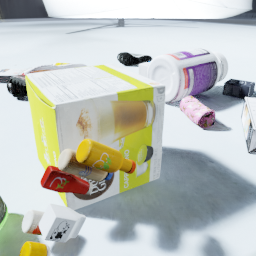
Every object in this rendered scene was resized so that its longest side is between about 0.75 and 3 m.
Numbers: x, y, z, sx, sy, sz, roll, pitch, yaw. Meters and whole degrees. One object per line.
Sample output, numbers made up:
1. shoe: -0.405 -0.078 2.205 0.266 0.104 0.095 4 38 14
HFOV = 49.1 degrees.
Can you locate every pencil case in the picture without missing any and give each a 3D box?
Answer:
1. pencil case: 2.035 -0.499 8.287 0.596 0.570 1.377 4 23 -19

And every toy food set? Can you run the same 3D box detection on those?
1. toy food set: -0.768 1.072 4.056 0.879 1.954 0.933 25 3 -35

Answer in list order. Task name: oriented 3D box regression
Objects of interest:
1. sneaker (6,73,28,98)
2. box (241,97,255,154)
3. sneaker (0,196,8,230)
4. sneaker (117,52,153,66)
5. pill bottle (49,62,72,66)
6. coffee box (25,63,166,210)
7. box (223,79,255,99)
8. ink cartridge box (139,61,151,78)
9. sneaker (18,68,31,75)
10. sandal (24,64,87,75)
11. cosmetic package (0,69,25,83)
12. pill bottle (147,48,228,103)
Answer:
1. sneaker: -3.595 -1.410 9.894 1.115 0.807 2.283 -21 30 -37
2. box: 3.754 -0.085 7.288 1.318 0.680 2.260 7 27 14
3. sneaker: -2.245 1.502 3.801 0.781 0.852 2.035 -4 26 -8
4. sneaker: 0.353 -3.569 14.642 1.879 0.694 0.745 7 17 2
5. pill bottle: -2.996 -2.607 12.568 1.154 0.642 0.642 6 26 15
6. coffee box: -0.697 -0.004 5.555 2.006 2.025 2.028 -14 29 -27
7. box: 4.100 -1.459 10.348 0.941 0.491 0.697 19 32 34
8. ink cartridge box: 1.538 -2.364 12.037 1.137 0.655 1.963 -23 34 -39
9. sneaker: -3.624 -2.114 11.543 1.675 0.632 0.964 -14 27 -31
10. sandal: -2.703 -1.942 10.900 1.161 0.868 3.030 -10 7 33
11. cosmetic package: -5.315 -2.289 12.230 1.433 0.370 1.081 0 29 0
12. pill bottle: 2.255 -1.981 10.102 2.924 1.629 1.629 -19 32 -34
